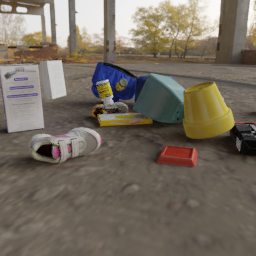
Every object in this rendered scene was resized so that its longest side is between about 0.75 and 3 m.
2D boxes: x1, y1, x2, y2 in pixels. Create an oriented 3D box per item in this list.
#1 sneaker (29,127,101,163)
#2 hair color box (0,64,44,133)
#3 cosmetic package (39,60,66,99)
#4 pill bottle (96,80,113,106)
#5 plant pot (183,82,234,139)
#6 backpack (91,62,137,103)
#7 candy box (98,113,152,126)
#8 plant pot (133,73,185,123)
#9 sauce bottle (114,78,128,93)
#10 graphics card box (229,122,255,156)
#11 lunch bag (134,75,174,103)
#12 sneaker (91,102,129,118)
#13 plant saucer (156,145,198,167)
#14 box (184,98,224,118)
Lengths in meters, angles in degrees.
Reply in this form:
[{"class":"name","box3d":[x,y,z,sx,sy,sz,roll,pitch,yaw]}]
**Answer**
[{"class":"sneaker","box3d":[-1.745,0.557,7.705,2.039,0.829,0.899,-10,19,-4]},{"class":"hair color box","box3d":[-3.940,-1.130,10.379,1.312,2.401,0.778,-8,19,-25]},{"class":"cosmetic package","box3d":[-2.527,-1.649,9.510,0.320,1.238,0.934,-2,13,16]},{"class":"pill bottle","box3d":[-0.949,-1.470,11.750,0.564,1.013,0.564,-16,14,4]},{"class":"plant pot","box3d":[2.608,-0.667,9.568,1.668,1.569,1.668,-18,16,5]},{"class":"backpack","box3d":[-0.708,-2.383,15.315,2.404,2.017,1.953,18,16,-19]},{"class":"candy box","box3d":[-0.150,-0.372,11.566,2.115,0.279,1.081,-3,15,-11]},{"class":"plant pot","box3d":[1.550,-1.034,11.288,1.671,1.640,1.636,39,25,32]},{"class":"sauce bottle","box3d":[-0.352,-1.858,12.555,0.395,0.395,1.222,-5,-10,-17]},{"class":"graphics card box","box3d":[4.042,0.311,8.868,1.274,0.516,2.030,3,16,9]},{"class":"lunch bag","box3d":[1.517,-1.875,14.355,1.527,1.568,2.308,11,18,29]},{"class":"sneaker","box3d":[-0.802,-0.689,12.195,1.704,0.663,0.700,-6,20,12]},{"class":"plant saucer","box3d":[1.415,0.757,7.952,1.074,0.198,1.076,5,18,16]},{"class":"box","box3d":[2.897,-0.857,11.763,0.982,1.090,1.938,-10,19,-31]}]
